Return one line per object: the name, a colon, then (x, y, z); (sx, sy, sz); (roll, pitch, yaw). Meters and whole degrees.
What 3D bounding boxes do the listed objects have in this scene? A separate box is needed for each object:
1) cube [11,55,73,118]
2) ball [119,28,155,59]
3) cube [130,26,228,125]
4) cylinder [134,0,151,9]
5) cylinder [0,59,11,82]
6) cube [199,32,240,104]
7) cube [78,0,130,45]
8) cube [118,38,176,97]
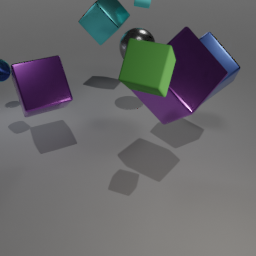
cube: (-2.673, -1.239, 8.632); (1.400, 1.400, 1.400); (-18, 2, -22)
ball: (0.369, -3.085, 10.679); (1.400, 1.400, 1.400); (0, 30, 0)
cube: (1.074, -1.127, 6.456); (1.400, 1.400, 1.400); (-46, 7, -19)
cylinder: (0.656, -5.739, 12.456); (0.700, 0.700, 0.700); (8, 30, -5)
cylinder: (-4.152, -1.820, 8.804); (0.700, 0.700, 0.700); (-24, 26, -35)
cube: (2.290, -1.717, 8.483); (1.400, 1.400, 1.400); (-37, -12, 8)
cube: (-1.033, -4.839, 12.377); (1.400, 1.400, 1.400); (-27, 26, 44)
cube: (0.339, -0.981, 4.656); (0.700, 0.700, 0.700); (15, 0, 16)
